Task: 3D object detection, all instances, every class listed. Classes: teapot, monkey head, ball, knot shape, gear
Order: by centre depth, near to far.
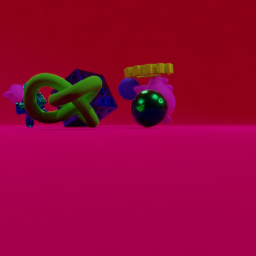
[{"bbox_3d":[-1.108,-0.565,5.461,1.599,0.739,1.497,19,-31,-34],"label":"knot shape"},{"bbox_3d":[-2.433,-0.528,6.850,0.705,1.171,0.842,12,16,43],"label":"monkey head"},{"bbox_3d":[0.525,-0.483,6.881,0.911,0.911,0.911,0,1,0],"label":"ball"},{"bbox_3d":[0.744,-0.868,8.442,1.335,1.118,1.855,-3,-30,31],"label":"monkey head"},{"bbox_3d":[0.627,-1.726,8.541,1.445,0.267,1.445,-5,6,1],"label":"gear"},{"bbox_3d":[-3.348,-0.950,8.555,0.551,0.700,1.126,-34,-15,16],"label":"teapot"},{"bbox_3d":[0.053,-1.299,9.346,0.753,0.753,0.753,0,1,0],"label":"ball"},{"bbox_3d":[0.656,-0.568,9.446,1.099,1.099,1.099,0,1,0],"label":"ball"}]

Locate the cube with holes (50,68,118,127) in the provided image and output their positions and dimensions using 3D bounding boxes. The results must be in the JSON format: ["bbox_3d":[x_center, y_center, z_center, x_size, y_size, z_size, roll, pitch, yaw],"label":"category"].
[{"bbox_3d":[-1.440,-0.933,9.280,1.338,1.338,1.338,-34,-17,29],"label":"cube with holes"}]
